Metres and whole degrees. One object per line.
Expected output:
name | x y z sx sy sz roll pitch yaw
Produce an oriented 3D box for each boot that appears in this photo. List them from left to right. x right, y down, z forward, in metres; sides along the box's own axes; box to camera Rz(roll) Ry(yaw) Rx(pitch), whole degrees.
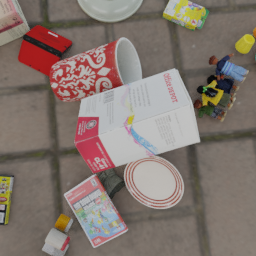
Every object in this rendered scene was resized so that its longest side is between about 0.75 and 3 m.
boot | -0.851 2.176 10.272 1.407 0.476 0.919 -44 71 -5

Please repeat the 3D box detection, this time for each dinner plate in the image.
dinner plate | 0.899 1.872 9.829 2.184 0.265 2.184 9 114 20

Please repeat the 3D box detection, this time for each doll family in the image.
doll family | 3.377 -1.570 10.558 1.506 1.023 2.606 27 77 8

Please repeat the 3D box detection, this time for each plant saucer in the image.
plant saucer | -0.723 -5.737 11.216 2.871 0.720 2.871 0 84 -1

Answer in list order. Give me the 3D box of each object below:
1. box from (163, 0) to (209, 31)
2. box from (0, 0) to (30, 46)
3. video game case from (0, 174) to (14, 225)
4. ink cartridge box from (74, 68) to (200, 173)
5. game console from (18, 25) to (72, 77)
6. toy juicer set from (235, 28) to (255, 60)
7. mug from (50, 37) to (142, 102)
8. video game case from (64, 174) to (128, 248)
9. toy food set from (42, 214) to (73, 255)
box | 2.333 -4.604 11.276 1.630 0.394 0.956 26 82 6
box | -5.474 -4.156 10.627 2.753 1.500 1.760 -25 82 -4
video game case | -5.273 2.562 10.242 1.965 0.251 1.775 4 82 1
ink cartridge box | 0.205 -0.253 7.682 2.981 2.200 1.276 -16 124 9
game console | -3.290 -3.075 11.153 1.675 0.994 1.444 27 51 4
toy juicer set | 5.708 -2.817 10.898 2.832 0.771 1.802 44 66 10
mug | -1.021 -1.797 9.990 2.791 2.478 1.862 -8 79 26
video game case | -1.169 2.932 9.861 1.573 0.192 2.200 -35 82 23
toy food set | -2.410 4.508 9.386 1.287 1.366 2.861 28 84 1
